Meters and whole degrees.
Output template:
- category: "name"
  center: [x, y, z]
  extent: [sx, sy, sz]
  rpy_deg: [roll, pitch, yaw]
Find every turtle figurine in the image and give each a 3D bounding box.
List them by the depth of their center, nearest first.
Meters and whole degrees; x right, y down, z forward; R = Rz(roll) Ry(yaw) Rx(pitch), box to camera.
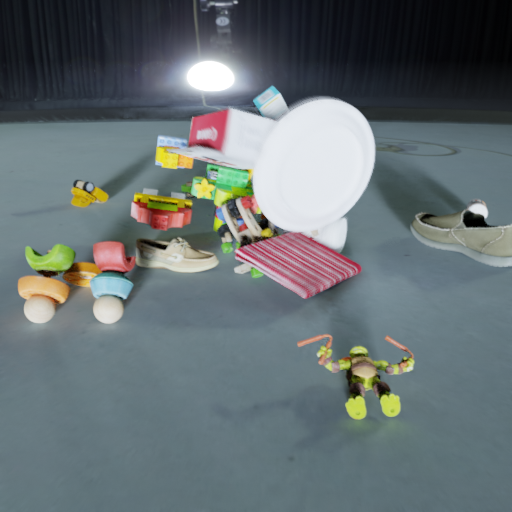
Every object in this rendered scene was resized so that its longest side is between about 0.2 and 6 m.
- category: "turtle figurine"
  center: [1.236, 1.443, 6.773]
  extent: [1.481, 0.477, 1.195]
  rpy_deg: [8, 27, -3]

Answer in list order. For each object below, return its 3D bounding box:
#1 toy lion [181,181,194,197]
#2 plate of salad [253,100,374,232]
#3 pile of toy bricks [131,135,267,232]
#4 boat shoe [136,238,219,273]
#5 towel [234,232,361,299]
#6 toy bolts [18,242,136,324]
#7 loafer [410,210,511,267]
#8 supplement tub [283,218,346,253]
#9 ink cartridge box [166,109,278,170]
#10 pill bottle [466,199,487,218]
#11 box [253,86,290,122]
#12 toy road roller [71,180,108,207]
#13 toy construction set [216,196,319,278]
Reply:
- category: "toy lion"
  center: [-1.687, -2.138, 17.155]
  extent: [1.335, 0.458, 1.279]
  rpy_deg: [-11, 15, -27]
- category: "plate of salad"
  center: [1.015, -1.578, 9.963]
  extent: [2.440, 2.440, 0.586]
  rpy_deg: [-9, 31, -23]
- category: "pile of toy bricks"
  center: [-0.396, -1.410, 12.003]
  extent: [4.359, 2.418, 2.152]
  rpy_deg: [7, 24, -9]
- category: "boat shoe"
  center: [-1.560, -0.051, 10.895]
  extent: [1.692, 0.550, 0.611]
  rpy_deg: [5, 20, 15]
- category: "towel"
  center: [0.808, 0.119, 10.060]
  extent: [1.592, 0.248, 2.202]
  rpy_deg: [30, 26, 26]
- category: "toy bolts"
  center: [-2.720, 0.584, 9.000]
  extent: [1.720, 1.193, 1.643]
  rpy_deg: [-5, -23, 15]
- category: "loafer"
  center: [4.404, -0.569, 11.801]
  extent: [0.997, 0.923, 2.651]
  rpy_deg: [-12, 23, -32]
- category: "supplement tub"
  center: [1.204, -0.494, 11.495]
  extent: [1.151, 0.760, 0.760]
  rpy_deg: [9, 21, 20]
- category: "ink cartridge box"
  center: [-0.562, -2.235, 10.756]
  extent: [1.774, 0.847, 2.021]
  rpy_deg: [8, 4, -28]
- category: "pill bottle"
  center: [5.592, -1.174, 14.213]
  extent: [0.481, 0.481, 0.826]
  rpy_deg: [6, 21, 17]
- category: "box"
  center: [0.478, -3.208, 12.797]
  extent: [0.560, 1.361, 0.334]
  rpy_deg: [-36, 58, 5]
- category: "toy road roller"
  center: [-4.696, -1.627, 15.557]
  extent: [0.604, 0.718, 0.983]
  rpy_deg: [14, -13, 35]
- category: "toy construction set"
  center: [0.260, -0.293, 10.772]
  extent: [1.942, 1.492, 1.619]
  rpy_deg: [-16, -24, 0]
